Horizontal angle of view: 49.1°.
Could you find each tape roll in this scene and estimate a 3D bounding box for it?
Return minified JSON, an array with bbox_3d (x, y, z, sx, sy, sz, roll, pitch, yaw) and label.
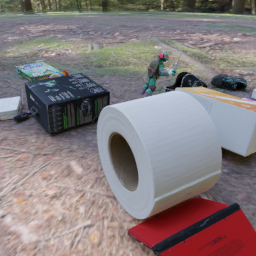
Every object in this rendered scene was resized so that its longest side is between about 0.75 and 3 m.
[{"bbox_3d":[0.633,0.585,6.881,1.881,2.740,2.740,-16,32,-27],"label":"tape roll"}]

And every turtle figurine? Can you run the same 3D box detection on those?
[{"bbox_3d":[1.289,-2.214,11.386,1.137,2.259,1.691,30,18,-1],"label":"turtle figurine"}]

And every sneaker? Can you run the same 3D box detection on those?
[{"bbox_3d":[5.184,-2.325,14.360,1.831,0.691,0.726,5,31,9],"label":"sneaker"}]

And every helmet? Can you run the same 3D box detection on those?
[{"bbox_3d":[2.461,-1.566,12.078,1.614,1.539,1.614,33,12,-8],"label":"helmet"}]

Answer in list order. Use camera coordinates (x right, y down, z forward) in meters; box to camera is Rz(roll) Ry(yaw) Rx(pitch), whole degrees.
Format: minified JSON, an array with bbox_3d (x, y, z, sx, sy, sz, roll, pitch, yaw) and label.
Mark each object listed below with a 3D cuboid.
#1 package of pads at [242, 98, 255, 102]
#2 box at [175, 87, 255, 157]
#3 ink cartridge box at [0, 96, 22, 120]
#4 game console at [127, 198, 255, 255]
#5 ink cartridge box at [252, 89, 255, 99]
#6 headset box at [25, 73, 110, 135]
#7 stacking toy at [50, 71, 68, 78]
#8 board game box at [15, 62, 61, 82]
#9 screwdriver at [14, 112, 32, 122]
[{"bbox_3d":[4.865,-0.307,10.569,1.746,0.771,2.260,-25,38,-35],"label":"package of pads"},{"bbox_3d":[3.151,-0.366,9.586,2.922,1.424,1.818,25,24,37],"label":"box"},{"bbox_3d":[-5.503,-0.767,11.857,1.825,0.431,1.461,-11,30,-9],"label":"ink cartridge box"},{"bbox_3d":[1.451,2.510,5.989,2.231,1.324,1.923,-16,64,-26],"label":"game console"},{"bbox_3d":[6.661,-1.650,13.380,1.267,0.422,0.734,-16,32,-26],"label":"ink cartridge box"},{"bbox_3d":[-2.519,-1.068,11.223,2.770,1.285,2.412,-18,37,-32],"label":"headset box"},{"bbox_3d":[-3.707,-2.816,15.388,0.676,0.676,1.584,3,23,6],"label":"stacking toy"},{"bbox_3d":[-5.292,-3.305,16.458,1.763,0.381,2.620,-20,34,-32],"label":"board game box"},{"bbox_3d":[-3.937,-0.666,11.866,0.299,0.286,2.053,45,37,13],"label":"screwdriver"}]
